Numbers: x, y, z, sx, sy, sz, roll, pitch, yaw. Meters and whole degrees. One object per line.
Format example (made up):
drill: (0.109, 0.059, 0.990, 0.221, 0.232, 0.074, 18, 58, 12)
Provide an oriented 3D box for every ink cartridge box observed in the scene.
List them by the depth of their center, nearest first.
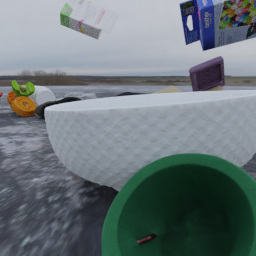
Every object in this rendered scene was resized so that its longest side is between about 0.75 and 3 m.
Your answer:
ink cartridge box: (2.922, -3.061, 7.729, 2.790, 0.586, 1.665, -10, -28, 13)
ink cartridge box: (-1.473, -4.218, 10.829, 1.991, 1.166, 0.670, 22, -24, -3)

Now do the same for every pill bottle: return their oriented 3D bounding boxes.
pill bottle: (-3.970, -1.343, 12.676, 1.083, 1.083, 1.894, -7, 12, -32)

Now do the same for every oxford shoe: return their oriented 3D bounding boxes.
oxford shoe: (-2.649, -0.843, 10.963, 2.073, 0.753, 0.875, -10, 13, -43)

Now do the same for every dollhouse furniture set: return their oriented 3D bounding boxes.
dollhouse furniture set: (1.673, 0.053, 7.673, 2.966, 2.350, 2.105, -21, 51, 6)

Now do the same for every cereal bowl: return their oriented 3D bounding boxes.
cereal bowl: (0.396, 0.151, 3.971, 2.928, 1.219, 2.928, -5, 8, 1)

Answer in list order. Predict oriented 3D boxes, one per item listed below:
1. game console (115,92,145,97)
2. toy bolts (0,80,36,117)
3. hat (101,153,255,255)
game console: (-0.193, -0.226, 6.591, 2.290, 0.402, 2.589, -29, 24, -26)
toy bolts: (-4.843, -0.885, 11.175, 2.089, 1.449, 1.996, 4, 46, -40)
hat: (0.606, 1.052, 2.496, 1.233, 1.310, 1.488, 15, 52, 34)
